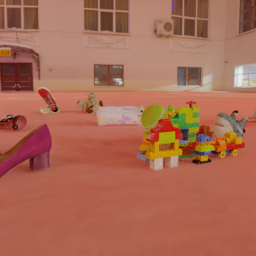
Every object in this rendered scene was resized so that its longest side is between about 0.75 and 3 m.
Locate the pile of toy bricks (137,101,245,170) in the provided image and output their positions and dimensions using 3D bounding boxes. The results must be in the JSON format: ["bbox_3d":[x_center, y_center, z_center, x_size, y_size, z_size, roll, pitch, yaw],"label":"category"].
[{"bbox_3d":[1.524,0.032,7.215,2.930,1.447,1.626,-5,11,-26],"label":"pile of toy bricks"}]

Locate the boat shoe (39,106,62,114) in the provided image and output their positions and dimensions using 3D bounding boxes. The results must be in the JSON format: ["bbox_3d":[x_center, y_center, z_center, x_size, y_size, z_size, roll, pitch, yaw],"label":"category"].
[{"bbox_3d":[-4.742,-1.163,17.230,1.459,0.474,0.526,-9,13,-41],"label":"boat shoe"}]

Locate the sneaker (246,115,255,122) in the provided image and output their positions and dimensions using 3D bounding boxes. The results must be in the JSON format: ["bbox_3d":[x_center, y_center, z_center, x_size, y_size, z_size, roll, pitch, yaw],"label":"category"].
[{"bbox_3d":[6.113,-0.427,13.352,0.925,0.362,0.357,10,-8,15],"label":"sneaker"}]

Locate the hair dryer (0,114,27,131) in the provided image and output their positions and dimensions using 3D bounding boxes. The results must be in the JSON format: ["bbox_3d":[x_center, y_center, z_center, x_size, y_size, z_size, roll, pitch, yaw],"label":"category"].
[{"bbox_3d":[-4.889,-0.081,11.325,2.080,0.565,1.585,1,24,40],"label":"hair dryer"}]

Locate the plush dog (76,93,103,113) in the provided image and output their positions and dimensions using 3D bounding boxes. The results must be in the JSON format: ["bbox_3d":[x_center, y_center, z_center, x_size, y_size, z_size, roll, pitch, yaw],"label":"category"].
[{"bbox_3d":[-2.245,-1.323,17.331,1.476,1.184,1.267,-36,40,-22],"label":"plush dog"}]

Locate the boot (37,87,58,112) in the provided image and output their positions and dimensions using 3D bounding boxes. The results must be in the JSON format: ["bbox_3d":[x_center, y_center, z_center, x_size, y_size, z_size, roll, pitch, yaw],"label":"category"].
[{"bbox_3d":[-3.639,-1.269,12.837,0.451,1.245,0.898,-31,52,3],"label":"boot"}]

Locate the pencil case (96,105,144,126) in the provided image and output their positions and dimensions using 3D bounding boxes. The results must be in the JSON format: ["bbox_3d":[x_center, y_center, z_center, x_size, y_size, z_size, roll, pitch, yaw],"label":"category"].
[{"bbox_3d":[-0.319,-0.554,12.364,2.126,0.884,0.965,-1,-1,-5],"label":"pencil case"}]

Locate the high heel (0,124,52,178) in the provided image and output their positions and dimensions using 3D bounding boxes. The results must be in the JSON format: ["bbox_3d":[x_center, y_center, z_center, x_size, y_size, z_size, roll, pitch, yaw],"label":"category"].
[{"bbox_3d":[-2.588,0.503,5.690,2.141,1.029,0.722,-9,13,-44],"label":"high heel"}]

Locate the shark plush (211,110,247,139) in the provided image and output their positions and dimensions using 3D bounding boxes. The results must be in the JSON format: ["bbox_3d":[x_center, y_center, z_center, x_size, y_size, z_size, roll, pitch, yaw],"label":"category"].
[{"bbox_3d":[3.567,-0.094,9.219,2.475,1.031,1.124,-7,12,-37],"label":"shark plush"}]

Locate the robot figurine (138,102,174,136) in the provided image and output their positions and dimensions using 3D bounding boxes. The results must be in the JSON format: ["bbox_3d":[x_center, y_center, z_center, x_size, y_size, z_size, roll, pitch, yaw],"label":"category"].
[{"bbox_3d":[0.988,-0.131,8.428,1.443,1.266,0.835,40,6,-20],"label":"robot figurine"}]

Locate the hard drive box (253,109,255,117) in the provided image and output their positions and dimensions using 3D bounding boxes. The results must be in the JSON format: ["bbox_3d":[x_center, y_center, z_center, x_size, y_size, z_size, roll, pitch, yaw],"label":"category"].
[{"bbox_3d":[6.578,-0.725,12.424,1.628,0.802,2.089,23,19,24],"label":"hard drive box"}]
